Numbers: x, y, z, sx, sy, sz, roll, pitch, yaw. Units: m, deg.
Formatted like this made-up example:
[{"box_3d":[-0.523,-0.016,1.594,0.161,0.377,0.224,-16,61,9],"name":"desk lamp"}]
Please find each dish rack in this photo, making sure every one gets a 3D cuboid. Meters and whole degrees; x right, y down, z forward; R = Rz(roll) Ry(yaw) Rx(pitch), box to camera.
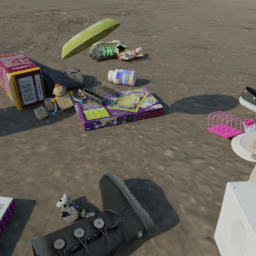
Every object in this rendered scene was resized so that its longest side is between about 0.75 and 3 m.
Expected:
[{"box_3d":[-0.913,-1.272,10.118,0.924,0.329,1.205,29,41,23],"name":"dish rack"}]

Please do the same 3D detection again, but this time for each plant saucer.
[{"box_3d":[-1.009,-2.331,7.222,1.763,0.274,1.763,-30,13,8],"name":"plant saucer"}]

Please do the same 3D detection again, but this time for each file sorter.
[{"box_3d":[3.021,-0.138,8.768,0.615,0.555,0.886,-14,22,-19],"name":"file sorter"}]

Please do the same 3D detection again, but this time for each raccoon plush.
[{"box_3d":[-1.185,1.818,6.315,0.865,0.418,0.579,22,16,-16],"name":"raccoon plush"}]

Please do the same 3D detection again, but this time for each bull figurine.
[{"box_3d":[0.212,-3.815,14.456,1.526,0.497,0.926,-25,19,-25],"name":"bull figurine"}]

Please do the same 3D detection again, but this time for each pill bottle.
[{"box_3d":[-0.258,-2.163,11.932,1.111,0.623,0.623,8,34,13],"name":"pill bottle"}]

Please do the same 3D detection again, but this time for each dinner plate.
[{"box_3d":[3.659,0.513,8.193,1.190,0.144,1.190,-1,42,1],"name":"dinner plate"}]

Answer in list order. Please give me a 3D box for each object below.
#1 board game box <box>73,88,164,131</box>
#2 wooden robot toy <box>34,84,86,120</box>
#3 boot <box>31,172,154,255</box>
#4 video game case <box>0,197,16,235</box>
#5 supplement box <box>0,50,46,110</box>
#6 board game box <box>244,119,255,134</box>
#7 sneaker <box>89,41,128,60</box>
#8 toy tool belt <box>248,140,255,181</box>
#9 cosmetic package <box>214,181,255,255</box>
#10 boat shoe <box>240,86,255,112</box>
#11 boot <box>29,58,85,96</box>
[{"box_3d":[-0.365,-0.737,10.011,2.856,0.461,1.714,-11,39,-17],"name":"board game box"},{"box_3d":[-2.428,-1.123,9.802,1.971,0.894,0.868,-26,35,-12],"name":"wooden robot toy"},{"box_3d":[-0.880,1.956,5.734,2.220,0.729,1.830,-24,39,-25],"name":"boot"},{"box_3d":[-3.540,2.176,5.625,1.798,0.355,1.984,3,34,4],"name":"video game case"},{"box_3d":[-4.231,-1.940,10.859,1.103,1.422,2.576,-20,39,-29],"name":"supplement box"},{"box_3d":[4.476,0.225,8.722,1.496,0.194,1.496,7,34,12],"name":"board game box"},{"box_3d":[-0.937,-4.031,14.415,2.281,0.877,1.011,-26,32,-32],"name":"sneaker"},{"box_3d":[3.696,0.713,6.779,1.378,1.356,2.207,15,42,18],"name":"toy tool belt"},{"box_3d":[2.278,2.011,4.763,0.971,1.580,1.575,-2,34,-4],"name":"cosmetic package"},{"box_3d":[4.967,-0.816,9.887,0.765,0.631,2.230,-23,40,-30],"name":"boat shoe"},{"box_3d":[-3.134,-2.283,12.027,1.790,0.949,2.719,-21,50,-33],"name":"boot"}]
